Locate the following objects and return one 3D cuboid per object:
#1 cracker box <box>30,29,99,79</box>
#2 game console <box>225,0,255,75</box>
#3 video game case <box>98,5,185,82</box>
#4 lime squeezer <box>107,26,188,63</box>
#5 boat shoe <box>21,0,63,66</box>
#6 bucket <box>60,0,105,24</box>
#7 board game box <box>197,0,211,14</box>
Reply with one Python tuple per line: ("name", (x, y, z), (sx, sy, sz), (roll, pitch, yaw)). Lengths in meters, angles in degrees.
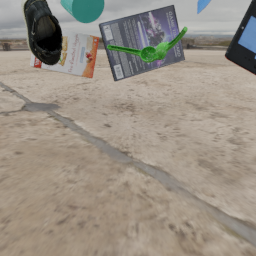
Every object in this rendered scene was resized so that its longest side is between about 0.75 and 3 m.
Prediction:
("cracker box", (-2.421, -2.922, 10.827), (2.392, 1.602, 0.690), (9, 6, -10))
("game console", (2.340, -1.515, 4.870), (1.014, 1.147, 0.178), (25, 4, -15))
("video game case", (0.533, -2.837, 9.370), (2.643, 1.888, 0.251), (-19, 17, -13))
("lime squeezer", (0.529, -1.715, 5.897), (2.083, 0.735, 0.393), (5, 58, 45))
("boat shoe", (-2.361, -2.604, 8.276), (1.004, 2.686, 0.891), (-30, 70, -22))
("bucket", (-1.518, -4.319, 9.468), (1.419, 1.419, 0.923), (-13, 50, -33))
("board game box", (1.641, -2.555, 5.234), (0.210, 0.851, 1.078), (28, 43, -12))
